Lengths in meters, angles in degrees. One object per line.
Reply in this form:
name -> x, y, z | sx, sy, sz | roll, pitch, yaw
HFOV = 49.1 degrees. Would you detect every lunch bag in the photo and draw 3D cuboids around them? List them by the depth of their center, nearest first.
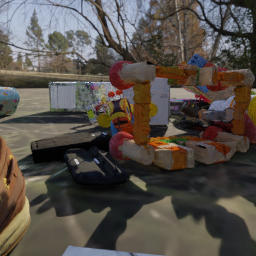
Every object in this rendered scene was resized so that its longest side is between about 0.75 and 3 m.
lunch bag -> -4.583, -0.911, 9.465 | 1.395, 0.999, 1.638 | -7, 7, -42

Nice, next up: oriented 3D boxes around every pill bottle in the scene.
pill bottle -> 2.437, -0.224, 5.591 | 0.861, 0.861, 1.550 | -8, 10, -40

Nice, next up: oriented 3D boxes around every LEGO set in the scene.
LEGO set -> -0.701, -0.413, 7.440 | 0.725, 0.896, 1.948 | -19, 37, -7

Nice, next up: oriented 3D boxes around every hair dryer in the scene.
hair dryer -> 1.632, -0.110, 5.055 | 1.668, 0.453, 1.271 | 21, -8, 1

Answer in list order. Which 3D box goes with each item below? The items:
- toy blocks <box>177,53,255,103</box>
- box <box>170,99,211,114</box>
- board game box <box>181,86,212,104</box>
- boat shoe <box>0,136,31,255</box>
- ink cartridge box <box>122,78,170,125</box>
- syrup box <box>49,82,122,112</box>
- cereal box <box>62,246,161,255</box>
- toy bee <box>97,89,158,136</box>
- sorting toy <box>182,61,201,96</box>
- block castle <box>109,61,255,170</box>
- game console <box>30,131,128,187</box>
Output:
toy blocks -> 2.122, -1.199, 7.343 | 1.788, 1.307, 2.616 | 36, 12, -5
box -> 2.135, -0.863, 10.806 | 1.750, 0.442, 2.448 | 5, 12, 30
board game box -> 3.233, -1.059, 10.481 | 2.928, 0.570, 2.314 | 20, -3, -1
boat shoe -> -1.070, 0.559, 1.311 | 0.826, 0.775, 2.293 | -1, 10, -4
ink cartridge box -> 0.465, -0.799, 7.941 | 1.244, 1.238, 1.712 | 0, 9, 1
syrup box -> -1.581, -1.250, 11.046 | 2.810, 1.106, 1.144 | 0, 10, 0
cereal box -> 0.535, 0.872, 0.602 | 1.951, 0.386, 1.404 | 2, 10, 9
toy bee -> -0.011, -0.266, 5.320 | 1.180, 0.980, 1.803 | -14, 6, -6
sorting toy -> 2.006, -1.605, 8.654 | 1.109, 0.827, 0.149 | 37, -6, 18
block castle -> 0.772, -0.235, 4.151 | 2.120, 1.417, 0.995 | -3, 8, -28
game console -> -0.681, 0.392, 3.874 | 1.223, 0.250, 2.073 | -8, 13, -19
